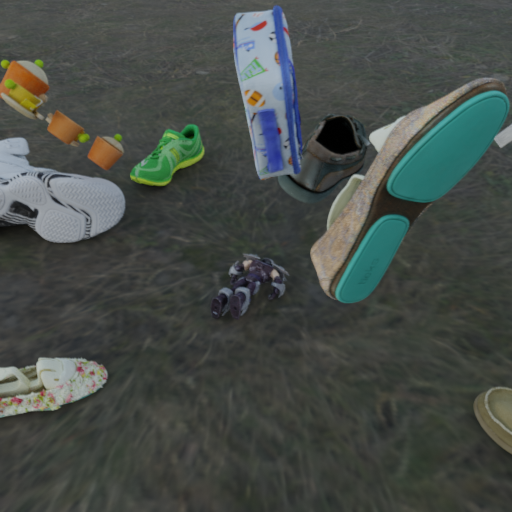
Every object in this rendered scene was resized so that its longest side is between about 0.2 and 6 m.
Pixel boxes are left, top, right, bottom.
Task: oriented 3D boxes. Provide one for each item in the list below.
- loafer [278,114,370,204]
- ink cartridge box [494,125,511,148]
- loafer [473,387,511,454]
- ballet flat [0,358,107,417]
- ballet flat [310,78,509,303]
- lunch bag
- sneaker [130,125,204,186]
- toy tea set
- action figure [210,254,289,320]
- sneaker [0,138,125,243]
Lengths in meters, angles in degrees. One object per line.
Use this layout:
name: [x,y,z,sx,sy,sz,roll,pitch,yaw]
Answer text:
loafer: [1.379,-1.858,9.392,1.097,0.960,3.052,34,39,5]
ink cartridge box: [4.662,-2.320,9.373,0.982,1.114,0.249,-34,85,-7]
loafer: [3.474,2.049,6.273,2.049,0.691,0.779,30,45,35]
ballet flat: [-2.832,1.604,6.994,1.875,0.599,0.709,-13,39,-18]
ballet flat: [1.240,-0.676,5.293,0.862,2.531,0.851,12,35,-34]
lunch bag: [0.179,-1.872,6.821,0.712,1.884,1.510,-10,58,4]
sneaker: [-1.954,-2.214,12.075,0.836,0.943,2.256,17,39,21]
toy tea set: [-3.138,-2.386,9.240,1.374,2.311,0.855,35,90,42]
action figure: [-0.103,0.441,8.755,0.966,0.515,1.485,13,33,29]
sneaker: [-4.125,-1.331,10.449,3.612,1.357,2.076,-2,38,3]
